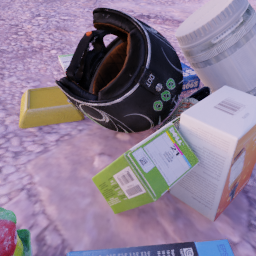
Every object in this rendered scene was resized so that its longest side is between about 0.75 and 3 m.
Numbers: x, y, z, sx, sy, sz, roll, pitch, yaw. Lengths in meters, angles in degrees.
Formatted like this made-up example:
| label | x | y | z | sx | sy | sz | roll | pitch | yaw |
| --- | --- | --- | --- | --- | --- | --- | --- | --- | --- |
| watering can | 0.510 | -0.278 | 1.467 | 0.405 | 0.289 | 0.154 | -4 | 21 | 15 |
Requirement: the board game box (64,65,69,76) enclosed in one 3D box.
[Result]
| label | x | y | z | sx | sy | sz | roll | pitch | yaw |
| --- | --- | --- | --- | --- | --- | --- | --- | --- | --- |
| board game box | -1.192 | -2.047 | 9.873 | 1.789 | 0.310 | 1.129 | 11 | 42 | 8 |

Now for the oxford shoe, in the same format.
| label | x | y | z | sx | sy | sz | roll | pitch | yaw |
| --- | --- | --- | --- | --- | --- | --- | --- | --- | --- |
| oxford shoe | 1.309 | -0.207 | 6.858 | 0.964 | 1.005 | 2.722 | 20 | 40 | 25 |

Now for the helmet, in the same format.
| label | x | y | z | sx | sy | sz | roll | pitch | yaw |
| --- | --- | --- | --- | --- | --- | --- | --- | --- | --- |
| helmet | -0.079 | -1.209 | 6.800 | 2.859 | 2.859 | 2.725 | 19 | -3 | 25 |

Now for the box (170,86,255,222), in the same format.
| label | x | y | z | sx | sy | sz | roll | pitch | yaw |
| --- | --- | --- | --- | --- | --- | --- | --- | --- | --- |
| box | 1.683 | 0.443 | 5.158 | 1.019 | 1.916 | 1.459 | 29 | 45 | 34 |

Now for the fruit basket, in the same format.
| label | x | y | z | sx | sy | sz | roll | pitch | yaw |
| --- | --- | --- | --- | --- | --- | --- | --- | --- | --- |
| fruit basket | -1.573 | 1.619 | 3.439 | 0.962 | 2.052 | 1.900 | 1 | 32 | -24 |

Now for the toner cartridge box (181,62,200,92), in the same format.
| label | x | y | z | sx | sy | sz | roll | pitch | yaw |
| --- | --- | --- | --- | --- | --- | --- | --- | --- | --- |
| toner cartridge box | 1.055 | -1.530 | 9.138 | 2.409 | 0.520 | 1.144 | -16 | 39 | -22 |

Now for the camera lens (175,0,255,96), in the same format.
| label | x | y | z | sx | sy | sz | roll | pitch | yaw |
| --- | --- | --- | --- | --- | --- | --- | --- | --- | --- |
| camera lens | 2.761 | -2.076 | 7.686 | 2.045 | 2.557 | 2.045 | -35 | 23 | 17 |

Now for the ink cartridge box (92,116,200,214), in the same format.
| label | x | y | z | sx | sy | sz | roll | pitch | yaw |
| --- | --- | --- | --- | --- | --- | --- | --- | --- | --- |
| ink cartridge box | 0.622 | 0.501 | 5.153 | 2.197 | 1.623 | 0.832 | -31 | 84 | -33 |

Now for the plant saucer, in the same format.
| label | x | y | z | sx | sy | sz | roll | pitch | yaw |
| --- | --- | --- | --- | --- | --- | --- | --- | --- | --- |
| plant saucer | -2.261 | -0.745 | 8.131 | 1.758 | 0.426 | 1.758 | -9 | 37 | -12 |

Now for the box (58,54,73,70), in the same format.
| label | x | y | z | sx | sy | sz | roll | pitch | yaw |
| --- | --- | --- | --- | --- | --- | --- | --- | --- | --- |
| box | -2.163 | -2.571 | 10.877 | 0.881 | 0.222 | 1.221 | -12 | 38 | -16 |

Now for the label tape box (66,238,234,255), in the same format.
| label | x | y | z | sx | sy | sz | roll | pitch | yaw |
| --- | --- | --- | --- | --- | --- | --- | --- | --- | --- |
| label tape box | 0.356 | 2.373 | 3.477 | 2.290 | 0.725 | 1.651 | -3 | 36 | -4 |
